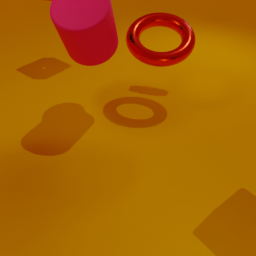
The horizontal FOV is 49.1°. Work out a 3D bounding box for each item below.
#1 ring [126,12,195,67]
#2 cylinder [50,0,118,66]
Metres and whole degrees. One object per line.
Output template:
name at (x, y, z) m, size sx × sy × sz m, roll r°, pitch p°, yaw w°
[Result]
ring at (0.889, -2.453, 7.675) m, size 1.901 × 0.380 × 1.901 m, roll 0°, pitch 61°, yaw 1°
cylinder at (-0.996, -2.450, 6.778) m, size 1.384 × 1.384 × 1.384 m, roll -2°, pitch 70°, yaw 5°
